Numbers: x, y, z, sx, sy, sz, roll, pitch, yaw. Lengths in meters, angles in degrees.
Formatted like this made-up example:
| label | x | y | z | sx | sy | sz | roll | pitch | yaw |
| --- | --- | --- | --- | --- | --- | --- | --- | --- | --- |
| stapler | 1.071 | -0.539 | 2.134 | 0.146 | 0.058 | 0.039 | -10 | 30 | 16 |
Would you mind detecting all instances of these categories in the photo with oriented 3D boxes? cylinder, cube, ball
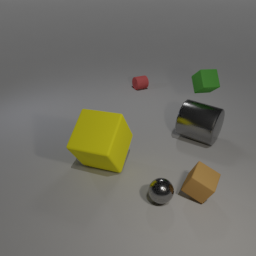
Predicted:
| label | x | y | z | sx | sy | sz | roll | pitch | yaw |
| --- | --- | --- | --- | --- | --- | --- | --- | --- | --- |
| cylinder | 0.685 | -2.517 | 15.524 | 0.700 | 0.700 | 0.700 | -14 | 31 | -23 |
| cylinder | 2.699 | -0.225 | 10.502 | 1.400 | 1.400 | 1.400 | 20 | 34 | 27 |
| cube | 2.005 | 1.495 | 7.720 | 0.700 | 0.700 | 0.700 | 32 | 45 | 8 |
| ball | 0.904 | 1.713 | 7.651 | 0.700 | 0.700 | 0.700 | 0 | 29 | 0 |
| cube | 2.886 | -1.737 | 10.436 | 0.700 | 0.700 | 0.700 | -5 | -9 | -17 |
| cube | -0.827 | 0.404 | 8.808 | 1.400 | 1.400 | 1.400 | 8 | 64 | 20 |
